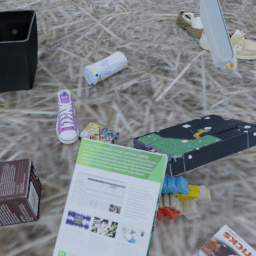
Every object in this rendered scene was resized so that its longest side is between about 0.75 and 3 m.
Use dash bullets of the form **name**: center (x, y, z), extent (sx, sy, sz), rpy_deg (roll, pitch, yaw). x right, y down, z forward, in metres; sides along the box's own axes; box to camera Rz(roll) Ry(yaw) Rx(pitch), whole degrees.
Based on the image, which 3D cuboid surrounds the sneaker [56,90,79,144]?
- **sneaker**: center (-1.951, -0.445, 8.647), extent (0.675, 1.062, 1.863), rpy_deg (-9, 47, -11)

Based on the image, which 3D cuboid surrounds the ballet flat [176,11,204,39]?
- **ballet flat**: center (3.096, -5.037, 13.462), extent (0.759, 0.810, 2.240), rpy_deg (-19, 48, -18)

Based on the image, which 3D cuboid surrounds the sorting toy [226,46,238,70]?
- **sorting toy**: center (4.275, -2.903, 11.373), extent (0.421, 0.710, 0.788), rpy_deg (13, 46, 13)

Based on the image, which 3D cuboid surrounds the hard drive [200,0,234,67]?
- **hard drive**: center (2.273, -2.516, 7.378), extent (0.347, 1.718, 2.604), rpy_deg (-17, 4, 17)

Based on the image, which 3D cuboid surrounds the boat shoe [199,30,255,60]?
- **boat shoe**: center (4.508, -3.699, 11.978), extent (2.837, 0.981, 1.046), rpy_deg (16, 47, 16)

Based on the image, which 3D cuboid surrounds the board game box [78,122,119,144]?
- **board game box**: center (-0.891, 0.247, 8.560), extent (1.037, 0.179, 0.702), rpy_deg (19, 48, 19)

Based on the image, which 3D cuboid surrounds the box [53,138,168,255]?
- **box**: center (-0.344, 1.678, 5.913), extent (1.911, 0.481, 2.647), rpy_deg (12, 82, 11)

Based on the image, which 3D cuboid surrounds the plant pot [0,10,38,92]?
- **plant pot**: center (-4.450, -2.647, 10.084), extent (2.445, 2.169, 2.439), rpy_deg (-5, 44, -6)

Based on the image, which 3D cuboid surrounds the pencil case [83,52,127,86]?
- **pencil case**: center (-0.848, -2.288, 10.667), extent (1.781, 0.740, 0.808), rpy_deg (-36, 12, -33)

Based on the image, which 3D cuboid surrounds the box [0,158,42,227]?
- **box**: center (-2.860, 1.537, 6.584), extent (1.352, 1.121, 1.110), rpy_deg (-6, 45, -6)

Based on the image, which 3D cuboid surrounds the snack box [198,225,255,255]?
- **snack box**: center (2.654, 3.132, 5.546), extent (0.898, 0.304, 2.498), rpy_deg (-30, 52, -27)

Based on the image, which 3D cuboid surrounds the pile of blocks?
- **pile of blocks**: center (0.609, 1.632, 6.494), extent (2.731, 1.121, 0.849), rpy_deg (2, 45, 2)

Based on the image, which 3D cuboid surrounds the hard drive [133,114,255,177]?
- **hard drive**: center (1.820, 0.348, 7.544), extent (2.863, 0.542, 2.000), rpy_deg (-16, 17, -21)
